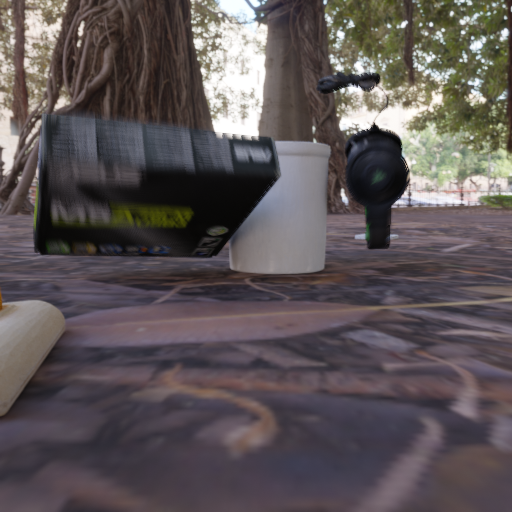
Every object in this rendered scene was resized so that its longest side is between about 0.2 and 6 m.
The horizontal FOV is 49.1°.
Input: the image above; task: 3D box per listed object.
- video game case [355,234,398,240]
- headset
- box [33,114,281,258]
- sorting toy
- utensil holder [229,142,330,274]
[{"bbox_3d":[3.307,-0.520,15.344,0.978,0.116,0.890,2,6,26],"label":"video game case"},{"bbox_3d":[1.515,-1.301,7.972,1.203,2.560,1.581,-2,31,9],"label":"headset"},{"bbox_3d":[-1.326,-0.676,6.793,2.527,0.600,2.440,1,-21,-24],"label":"box"},{"bbox_3d":[-2.344,0.480,3.173,2.165,0.395,2.004,-1,5,-10],"label":"sorting toy"},{"bbox_3d":[0.317,-0.702,8.264,1.530,1.800,1.530,0,6,0],"label":"utensil holder"}]
